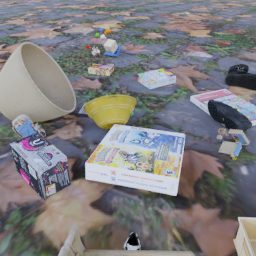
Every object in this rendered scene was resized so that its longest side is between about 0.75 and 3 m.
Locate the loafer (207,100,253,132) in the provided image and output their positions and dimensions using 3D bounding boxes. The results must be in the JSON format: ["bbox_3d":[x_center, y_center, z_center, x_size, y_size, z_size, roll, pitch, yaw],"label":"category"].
[{"bbox_3d":[3.706,-0.483,10.394,0.729,0.705,2.077,-13,34,-16],"label":"loafer"}]

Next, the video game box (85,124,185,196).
[{"bbox_3d":[0.373,0.798,8.509,2.515,0.646,2.761,6,25,13],"label":"video game box"}]

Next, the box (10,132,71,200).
[{"bbox_3d":[-2.503,1.019,8.041,0.947,1.090,1.650,-28,42,-36],"label":"box"}]

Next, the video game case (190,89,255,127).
[{"bbox_3d":[4.220,-0.853,11.743,1.997,0.244,2.793,-13,35,-20],"label":"video game case"}]

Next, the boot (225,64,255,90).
[{"bbox_3d":[5.940,-2.593,13.958,2.034,0.765,1.520,16,36,24],"label":"boot"}]

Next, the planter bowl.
[{"bbox_3d":[-0.591,-0.452,10.204,1.968,1.968,0.820,-7,74,-11],"label":"planter bowl"}]

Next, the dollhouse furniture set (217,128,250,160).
[{"bbox_3d":[3.450,0.636,9.458,0.961,0.664,1.018,6,59,51],"label":"dollhouse furniture set"}]

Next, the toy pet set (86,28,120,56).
[{"bbox_3d":[-1.381,-5.204,17.764,1.765,1.004,1.891,20,66,28],"label":"toy pet set"}]

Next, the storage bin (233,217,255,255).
[{"bbox_3d":[3.218,2.727,5.702,1.617,0.758,1.605,2,32,2],"label":"storage bin"}]

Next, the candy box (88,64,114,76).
[{"bbox_3d":[-1.460,-3.173,15.260,1.225,0.346,0.715,9,34,16],"label":"candy box"}]

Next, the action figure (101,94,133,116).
[{"bbox_3d":[-0.422,-0.903,11.643,1.655,0.453,0.978,30,41,28],"label":"action figure"}]

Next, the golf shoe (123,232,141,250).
[{"bbox_3d":[0.019,2.753,5.850,0.467,0.567,1.201,4,34,4],"label":"golf shoe"}]

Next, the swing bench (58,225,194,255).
[{"bbox_3d":[-0.284,3.142,4.426,2.378,1.543,2.366,5,33,17],"label":"swing bench"}]

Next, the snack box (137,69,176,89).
[{"bbox_3d":[1.448,-2.502,14.128,1.623,0.430,1.154,-18,37,-25],"label":"snack box"}]

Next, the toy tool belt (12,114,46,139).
[{"bbox_3d":[-3.196,0.109,9.183,0.742,1.188,0.730,-48,31,-9],"label":"toy tool belt"}]

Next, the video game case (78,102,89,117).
[{"bbox_3d":[-1.399,-0.735,11.630,1.110,0.142,1.003,7,33,8],"label":"video game case"}]

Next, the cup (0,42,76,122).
[{"bbox_3d":[-3.711,-1.378,10.558,2.119,2.962,2.962,-30,30,14],"label":"cup"}]
